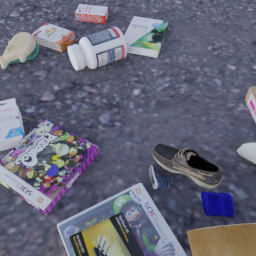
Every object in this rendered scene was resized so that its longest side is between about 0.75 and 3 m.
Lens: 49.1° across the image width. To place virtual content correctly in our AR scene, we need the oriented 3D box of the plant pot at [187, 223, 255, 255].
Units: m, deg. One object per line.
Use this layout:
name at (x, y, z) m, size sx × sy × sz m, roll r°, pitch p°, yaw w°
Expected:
plant pot at (2.917, 3.854, 6.533) m, size 2.704 × 2.704 × 2.901 m, roll -2°, pitch 64°, yaw -1°

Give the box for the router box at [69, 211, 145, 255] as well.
router box at (-0.425, 3.532, 7.417) m, size 1.636 × 0.543 × 2.081 m, roll -21°, pitch 55°, yaw -17°

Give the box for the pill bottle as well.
pill bottle at (-1.408, -3.549, 12.776) m, size 2.439 × 1.458 × 1.458 m, roll -24°, pitch 56°, yaw -17°

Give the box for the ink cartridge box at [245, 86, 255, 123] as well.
ink cartridge box at (5.869, -0.656, 10.927) m, size 1.808 × 0.824 × 2.195 m, roll -4°, pitch 52°, yaw -2°

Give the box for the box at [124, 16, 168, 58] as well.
box at (0.860, -4.695, 14.285) m, size 1.933 × 0.487 × 2.679 m, roll 12°, pitch 54°, yaw 10°

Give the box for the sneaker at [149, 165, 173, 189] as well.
sneaker at (1.105, 1.650, 9.455) m, size 0.702 × 0.369 × 0.971 m, roll 1°, pitch 40°, yaw -12°

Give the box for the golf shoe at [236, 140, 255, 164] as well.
golf shoe at (4.880, 1.230, 9.403) m, size 2.601 × 1.004 × 1.146 m, roll 22°, pitch 63°, yaw 17°

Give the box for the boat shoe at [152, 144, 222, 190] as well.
boat shoe at (1.945, 1.041, 9.157) m, size 2.437 × 0.893 × 0.908 m, roll 24°, pitch 46°, yaw 22°

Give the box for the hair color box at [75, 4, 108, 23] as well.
hair color box at (-1.991, -6.332, 15.534) m, size 1.664 × 0.532 × 0.923 m, roll 9°, pitch 53°, yaw 5°

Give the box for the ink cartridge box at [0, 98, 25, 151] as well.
ink cartridge box at (-4.622, -0.148, 10.645) m, size 1.125 × 0.648 × 1.942 m, roll -16°, pitch 54°, yaw -12°

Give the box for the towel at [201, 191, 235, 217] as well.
towel at (2.797, 2.344, 8.667) m, size 1.030 × 0.255 × 0.761 m, roll 8°, pitch 56°, yaw -16°

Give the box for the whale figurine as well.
whale figurine at (-5.124, -3.520, 13.216) m, size 2.048 × 1.062 × 1.629 m, roll -42°, pitch 64°, yaw 0°

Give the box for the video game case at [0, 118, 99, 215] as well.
video game case at (-2.846, 1.176, 9.715) m, size 2.540 × 0.502 × 2.803 m, roll 27°, pitch 57°, yaw 20°

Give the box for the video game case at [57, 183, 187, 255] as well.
video game case at (-0.220, 3.313, 8.154) m, size 2.949 × 0.344 × 2.681 m, roll -23°, pitch 55°, yaw -17°

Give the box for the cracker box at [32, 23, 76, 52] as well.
cracker box at (-3.751, -4.604, 14.189) m, size 1.809 × 0.522 × 1.212 m, roll 22°, pitch 55°, yaw 17°
